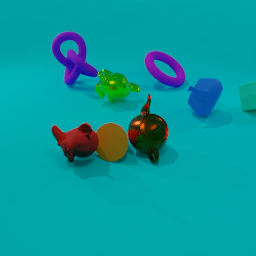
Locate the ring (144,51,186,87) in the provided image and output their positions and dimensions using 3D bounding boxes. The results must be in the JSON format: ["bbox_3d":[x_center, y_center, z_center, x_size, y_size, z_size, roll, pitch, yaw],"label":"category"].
[{"bbox_3d":[1.444,-2.298,10.802,1.809,0.362,1.809,19,45,-20],"label":"ring"}]

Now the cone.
[{"bbox_3d":[-0.225,0.327,6.876,0.900,0.900,0.904,14,6,23],"label":"cone"}]

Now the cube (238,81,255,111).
[{"bbox_3d":[4.020,-1.008,8.583,0.812,0.812,0.812,-8,0,-14],"label":"cube"}]

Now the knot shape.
[{"bbox_3d":[-2.003,-2.557,10.172,1.953,1.828,0.902,3,31,47],"label":"knot shape"}]

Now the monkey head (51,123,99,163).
[{"bbox_3d":[-1.165,0.221,6.299,0.849,1.410,1.014,-35,79,-17],"label":"monkey head"}]

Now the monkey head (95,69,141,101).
[{"bbox_3d":[-0.462,-1.526,9.215,1.725,1.241,1.040,14,-27,-38],"label":"monkey head"}]

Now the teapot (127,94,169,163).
[{"bbox_3d":[0.520,0.034,6.605,1.008,1.621,0.794,-1,-17,-22],"label":"teapot"}]

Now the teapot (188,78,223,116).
[{"bbox_3d":[2.219,-1.001,8.362,0.922,1.171,1.884,30,12,17],"label":"teapot"}]
